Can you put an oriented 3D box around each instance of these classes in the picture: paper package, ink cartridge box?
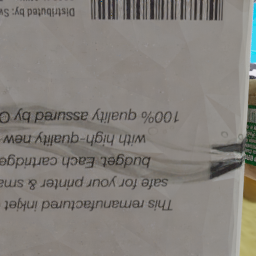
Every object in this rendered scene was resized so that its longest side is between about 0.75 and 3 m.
[{"bbox_3d":[2.346,-0.118,4.466,2.404,1.305,2.522,-4,8,-15],"label":"paper package"},{"bbox_3d":[-0.363,-0.175,1.732,1.858,2.567,1.083,0,8,0],"label":"ink cartridge box"}]
